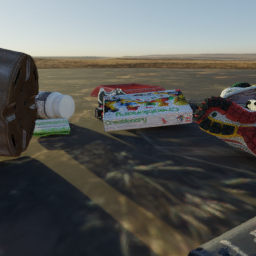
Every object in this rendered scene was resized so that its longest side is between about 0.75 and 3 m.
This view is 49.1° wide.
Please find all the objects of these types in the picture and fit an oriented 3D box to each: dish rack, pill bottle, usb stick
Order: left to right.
[{"bbox_3d":[-2.426,-0.687,8.530,1.484,0.839,0.839,7,16,26],"label":"pill bottle"},{"bbox_3d":[2.399,-0.759,9.677,1.298,0.462,1.692,-1,12,-8],"label":"dish rack"},{"bbox_3d":[1.483,1.041,2.676,2.216,0.361,0.615,-10,25,-32],"label":"usb stick"}]

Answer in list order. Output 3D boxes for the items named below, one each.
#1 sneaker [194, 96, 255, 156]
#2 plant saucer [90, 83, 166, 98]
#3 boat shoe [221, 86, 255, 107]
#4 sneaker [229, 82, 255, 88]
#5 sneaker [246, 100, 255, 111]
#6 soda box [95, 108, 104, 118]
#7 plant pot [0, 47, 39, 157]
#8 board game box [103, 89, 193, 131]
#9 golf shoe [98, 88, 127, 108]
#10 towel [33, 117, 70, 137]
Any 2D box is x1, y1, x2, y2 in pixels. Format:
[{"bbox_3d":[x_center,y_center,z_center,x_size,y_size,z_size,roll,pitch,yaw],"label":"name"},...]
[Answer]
[{"bbox_3d":[2.467,0.088,5.205,0.991,0.938,2.411,25,7,-46],"label":"sneaker"},{"bbox_3d":[0.072,-1.744,13.332,2.892,0.531,2.886,-9,17,-33],"label":"plant saucer"},{"bbox_3d":[4.772,-1.176,10.477,2.474,0.912,0.793,1,20,19],"label":"boat shoe"},{"bbox_3d":[4.809,-1.449,11.904,2.174,0.848,0.926,-1,4,-42],"label":"sneaker"},{"bbox_3d":[4.399,-0.660,9.085,0.695,0.511,1.536,-1,12,6],"label":"sneaker"},{"bbox_3d":[-0.587,-0.478,8.833,0.894,0.283,0.316,0,14,-2],"label":"soda box"},{"bbox_3d":[-3.156,-0.538,5.157,2.564,2.590,2.590,7,14,-5],"label":"plant pot"},{"bbox_3d":[0.468,-0.518,7.661,2.277,0.394,1.437,-6,31,-1],"label":"board game box"},{"bbox_3d":[-0.177,-0.997,9.907,1.794,0.790,0.693,0,13,-6],"label":"golf shoe"},{"bbox_3d":[-2.005,-0.012,7.324,0.939,0.193,1.258,-6,18,-14],"label":"towel"}]
